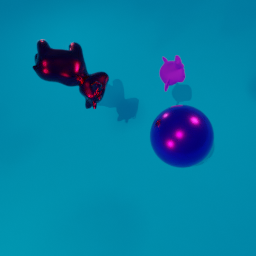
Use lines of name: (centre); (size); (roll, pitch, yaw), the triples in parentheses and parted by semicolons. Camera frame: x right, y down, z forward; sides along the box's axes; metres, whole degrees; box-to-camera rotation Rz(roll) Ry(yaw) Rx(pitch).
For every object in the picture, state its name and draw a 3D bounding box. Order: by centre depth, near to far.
ball: (1.083, 0.166, 5.687); (1.277, 1.277, 1.277); (0, 61, 0)
cow figurine: (-1.339, -1.236, 6.607); (1.720, 0.944, 1.693); (-1, 57, -27)
monkey head: (1.120, -1.512, 7.270); (0.661, 0.789, 1.096); (-8, 63, 15)
